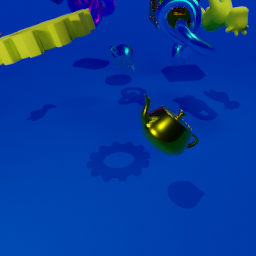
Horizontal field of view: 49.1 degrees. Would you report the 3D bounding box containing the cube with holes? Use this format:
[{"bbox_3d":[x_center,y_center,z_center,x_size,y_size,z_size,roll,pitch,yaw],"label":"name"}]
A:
[{"bbox_3d":[1.578,-4.372,9.818,1.380,1.380,1.380,-4,33,-8],"label":"cube with holes"}]

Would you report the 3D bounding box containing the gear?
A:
[{"bbox_3d":[-1.291,-1.367,4.171,1.579,0.292,1.579,-15,27,8],"label":"gear"}]

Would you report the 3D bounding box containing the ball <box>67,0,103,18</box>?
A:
[{"bbox_3d":[-1.374,-4.061,8.926,1.134,1.134,1.134,0,33,0],"label":"ball"}]

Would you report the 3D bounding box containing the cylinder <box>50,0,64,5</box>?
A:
[{"bbox_3d":[-2.854,-5.396,10.251,1.241,1.241,1.241,26,32,-9],"label":"cylinder"}]

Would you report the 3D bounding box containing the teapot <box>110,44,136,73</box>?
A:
[{"bbox_3d":[-0.146,-2.181,8.828,0.778,1.251,0.612,-25,51,31],"label":"teapot"}]

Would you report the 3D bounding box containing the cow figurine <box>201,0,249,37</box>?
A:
[{"bbox_3d":[2.571,-2.934,7.598,0.759,1.361,1.384,-16,-6,-22],"label":"cow figurine"}]

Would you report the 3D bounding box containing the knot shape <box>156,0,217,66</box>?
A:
[{"bbox_3d":[1.461,-2.599,7.435,0.891,1.804,1.928,-31,22,-10],"label":"knot shape"}]

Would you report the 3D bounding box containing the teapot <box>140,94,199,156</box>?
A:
[{"bbox_3d":[0.593,-0.029,4.218,1.308,0.640,0.813,32,18,-28],"label":"teapot"}]

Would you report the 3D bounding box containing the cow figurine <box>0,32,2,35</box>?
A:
[{"bbox_3d":[-3.714,-2.209,7.162,0.529,0.963,0.948,-17,-8,43],"label":"cow figurine"}]

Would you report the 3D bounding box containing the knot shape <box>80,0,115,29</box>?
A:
[{"bbox_3d":[-0.814,-3.344,7.201,0.730,1.581,1.479,-3,14,-23],"label":"knot shape"}]
